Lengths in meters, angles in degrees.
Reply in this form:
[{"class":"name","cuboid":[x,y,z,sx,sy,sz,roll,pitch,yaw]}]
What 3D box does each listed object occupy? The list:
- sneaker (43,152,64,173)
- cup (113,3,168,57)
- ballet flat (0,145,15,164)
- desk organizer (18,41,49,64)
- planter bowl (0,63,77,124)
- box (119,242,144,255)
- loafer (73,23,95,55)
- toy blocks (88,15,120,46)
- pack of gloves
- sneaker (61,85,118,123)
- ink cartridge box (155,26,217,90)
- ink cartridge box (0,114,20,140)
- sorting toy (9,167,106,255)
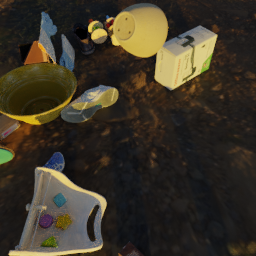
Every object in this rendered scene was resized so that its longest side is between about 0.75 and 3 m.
[{"class":"sneaker","cuboid":[-2.377,1.295,8.703,0.535,0.545,1.414,6,48,8]},{"class":"cup","cuboid":[0.210,-2.933,8.320,1.597,1.597,1.142,33,28,26]},{"class":"ballet flat","cuboid":[-4.802,0.869,9.084,2.184,0.741,0.790,-15,31,-8]},{"class":"desk organizer","cuboid":[-3.944,-3.118,11.564,0.927,0.863,2.407,-13,18,-20]},{"class":"planter bowl","cuboid":[-3.289,-1.039,10.279,2.990,1.245,2.990,0,47,0]},{"class":"box","cuboid":[0.197,3.346,7.058,0.839,0.314,0.420,38,58,26]},{"class":"loafer","cuboid":[-2.199,-4.571,13.643,0.888,0.778,2.470,-21,52,-3]},{"class":"toy blocks","cuboid":[-1.181,-5.026,13.925,1.750,0.763,2.100,0,46,-24]},{"class":"pack of gloves","cuboid":[-3.048,-3.234,11.636,0.574,2.444,2.909,-21,48,11]},{"class":"sneaker","cuboid":[-1.532,-0.942,10.616,2.360,0.830,0.946,-29,39,-27]},{"class":"ink cartridge box","cuboid":[2.359,-2.890,11.585,2.406,1.764,0.999,-32,57,-24]},{"class":"ink cartridge box","cuboid":[-4.468,-0.069,10.043,0.723,0.330,0.878,30,55,22]},{"class":"sorting toy","cuboid":[-1.650,2.408,7.413,2.092,1.241,2.324,7,47,-4]}]
